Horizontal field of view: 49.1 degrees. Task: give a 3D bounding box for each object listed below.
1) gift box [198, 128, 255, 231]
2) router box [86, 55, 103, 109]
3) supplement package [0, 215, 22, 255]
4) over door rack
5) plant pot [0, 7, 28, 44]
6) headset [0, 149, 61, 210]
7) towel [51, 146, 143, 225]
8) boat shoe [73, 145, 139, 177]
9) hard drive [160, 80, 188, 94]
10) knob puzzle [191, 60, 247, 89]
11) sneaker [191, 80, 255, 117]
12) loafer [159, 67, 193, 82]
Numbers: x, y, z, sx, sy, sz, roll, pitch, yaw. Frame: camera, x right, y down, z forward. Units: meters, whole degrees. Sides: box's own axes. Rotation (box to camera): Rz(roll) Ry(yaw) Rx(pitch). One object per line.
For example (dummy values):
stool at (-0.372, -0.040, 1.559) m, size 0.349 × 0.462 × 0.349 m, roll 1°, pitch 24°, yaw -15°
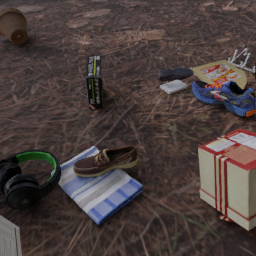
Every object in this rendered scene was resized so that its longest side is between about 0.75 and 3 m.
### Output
gift box at (2.872, 1.195, 7.068) m, size 1.803 × 1.825 × 1.954 m, roll -18°, pitch 23°, yaw -19°
router box at (-1.301, -1.838, 11.066) m, size 0.585 × 1.410 × 1.882 m, roll -3°, pitch 38°, yaw -4°
supplement package at (-3.291, 2.854, 4.523) m, size 2.707 × 1.501 × 2.108 m, roll -30°, pitch 43°, yaw -3°
over door rack at (5.958, -3.417, 13.663) m, size 1.407 × 0.634 × 1.904 m, roll 33°, pitch 49°, yaw 33°
plant pot at (-6.342, -5.554, 15.678) m, size 1.743 × 1.743 × 1.520 m, roll -23°, pitch 61°, yaw -26°
headset at (-3.017, 1.353, 7.230) m, size 1.664 × 1.266 × 2.695 m, roll 27°, pitch 46°, yaw 30°
towel at (-0.899, 1.473, 7.880) m, size 1.686 × 0.273 × 2.296 m, roll -30°, pitch 48°, yaw -31°
boat shoe at (-0.649, 0.863, 7.954) m, size 1.906 × 0.686 × 0.688 m, roll -9°, pitch 43°, yaw -3°
hard drive at (1.960, -1.770, 12.009) m, size 0.986 × 0.132 × 0.650 m, roll -22°, pitch 43°, yaw -24°
knob puzzle at (4.152, -2.128, 12.239) m, size 2.415 × 0.335 × 2.415 m, roll 1°, pitch 45°, yaw -1°
sneaker at (3.698, -1.418, 10.805) m, size 2.686 × 1.054 × 1.012 m, roll 26°, pitch 43°, yaw 33°
loafer at (2.031, -2.262, 12.008) m, size 1.495 × 0.471 × 0.537 m, roll -4°, pitch 53°, yaw -6°
